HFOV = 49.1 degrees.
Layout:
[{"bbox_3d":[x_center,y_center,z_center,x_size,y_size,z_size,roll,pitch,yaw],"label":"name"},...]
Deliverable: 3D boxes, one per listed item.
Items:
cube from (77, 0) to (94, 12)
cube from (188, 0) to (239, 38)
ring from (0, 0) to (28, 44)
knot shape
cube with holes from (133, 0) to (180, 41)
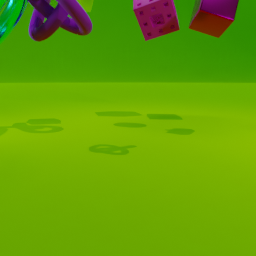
[{"bbox_3d":[-1.408,-3.715,7.466,0.878,0.878,0.878,-5,-3,-14],"label":"cube"},{"bbox_3d":[2.682,-3.695,8.770,1.094,1.094,1.094,17,-10,-3],"label":"cube"},{"bbox_3d":[-2.626,-2.377,5.781,0.375,1.874,1.874,34,2,-15],"label":"ring"},{"bbox_3d":[-1.782,-3.102,6.552,2.091,1.956,0.966,10,31,33],"label":"knot shape"},{"bbox_3d":[0.961,-3.980,9.523,1.221,1.221,1.221,-13,48,17],"label":"cube with holes"}]
